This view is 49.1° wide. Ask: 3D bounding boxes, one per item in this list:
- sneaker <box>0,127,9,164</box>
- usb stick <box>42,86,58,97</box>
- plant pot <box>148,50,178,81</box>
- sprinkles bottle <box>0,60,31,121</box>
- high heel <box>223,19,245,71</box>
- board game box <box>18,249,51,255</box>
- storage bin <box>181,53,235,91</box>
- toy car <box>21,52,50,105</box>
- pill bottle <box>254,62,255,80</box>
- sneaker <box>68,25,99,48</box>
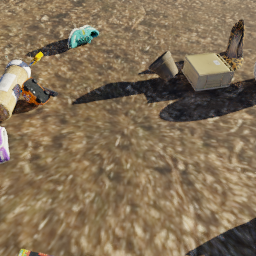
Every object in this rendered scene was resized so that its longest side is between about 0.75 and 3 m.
[{"bbox_3d":[-3.879,0.867,6.757,1.646,1.047,2.888,5,43,0],"label":"sneaker"},{"bbox_3d":[-2.722,-1.234,9.549,0.861,0.140,0.239,22,57,32],"label":"usb stick"},{"bbox_3d":[1.313,-2.132,9.879,0.797,0.918,0.918,47,48,-12],"label":"plant pot"},{"bbox_3d":[-3.892,-1.285,9.162,0.815,0.815,2.389,0,43,0],"label":"sprinkles bottle"},{"bbox_3d":[4.157,-3.188,10.731,0.719,1.436,2.015,9,44,9],"label":"high heel"},{"bbox_3d":[-1.820,2.824,5.209,0.774,0.266,0.936,7,44,9],"label":"board game box"},{"bbox_3d":[2.869,-2.073,10.138,1.378,0.650,1.388,-8,43,-10],"label":"storage bin"},{"bbox_3d":[-3.074,-1.585,9.558,0.665,0.981,2.000,-31,39,34],"label":"toy car"},{"bbox_3d":[5.751,-2.164,9.710,2.402,1.351,1.351,-16,46,-17],"label":"pill bottle"},{"bbox_3d":[-1.953,-3.959,12.147,0.719,0.699,1.804,28,49,15],"label":"sneaker"}]
